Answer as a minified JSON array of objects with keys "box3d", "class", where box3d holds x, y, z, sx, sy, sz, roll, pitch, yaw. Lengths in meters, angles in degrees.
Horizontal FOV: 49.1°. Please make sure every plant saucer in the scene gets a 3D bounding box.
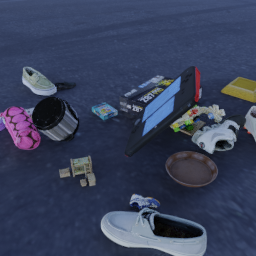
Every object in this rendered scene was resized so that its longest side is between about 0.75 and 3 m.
[{"box3d":[5.500,-1.898,13.139,1.665,0.403,1.665,26,42,33],"class":"plant saucer"},{"box3d":[1.911,1.275,8.512,1.537,0.265,1.537,0,35,0],"class":"plant saucer"}]

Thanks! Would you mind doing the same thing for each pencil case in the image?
[{"box3d":[-3.837,-0.014,9.922,0.930,0.901,1.985,13,18,-43],"class":"pencil case"}]

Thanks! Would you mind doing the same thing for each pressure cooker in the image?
[{"box3d":[-2.435,-0.245,9.746,1.320,1.477,1.299,3,65,22],"class":"pressure cooker"}]

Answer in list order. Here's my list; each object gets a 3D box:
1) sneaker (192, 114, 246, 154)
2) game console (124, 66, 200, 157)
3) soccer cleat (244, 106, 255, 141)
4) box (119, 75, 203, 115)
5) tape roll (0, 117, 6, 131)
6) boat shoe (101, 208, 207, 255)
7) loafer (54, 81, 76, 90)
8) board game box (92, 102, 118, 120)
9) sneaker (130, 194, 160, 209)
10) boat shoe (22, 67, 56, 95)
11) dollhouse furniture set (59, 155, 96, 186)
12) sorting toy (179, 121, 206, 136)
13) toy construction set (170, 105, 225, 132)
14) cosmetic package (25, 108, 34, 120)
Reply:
[{"box3d":[3.373,0.290,9.597,2.297,0.851,1.016,-22,50,-23],"class":"sneaker"},{"box3d":[1.097,-0.598,8.969,0.459,2.954,2.613,42,32,-10],"class":"game console"},{"box3d":[4.724,0.128,9.629,0.825,0.923,2.380,-5,35,-8],"class":"soccer cleat"},{"box3d":[1.454,-1.293,11.919,2.375,0.723,2.946,20,38,34],"class":"box"},{"box3d":[-5.126,-0.184,10.652,0.937,0.308,0.937,0,35,0],"class":"tape roll"},{"box3d":[0.569,2.255,6.466,2.496,0.889,0.871,9,35,14],"class":"boat shoe"},{"box3d":[-3.007,-2.076,13.437,1.017,0.357,0.345,-9,35,-13],"class":"loafer"},{"box3d":[-0.961,-0.703,11.515,0.681,0.212,0.903,-23,40,-30],"class":"board game box"},{"box3d":[0.439,2.021,7.413,0.802,0.302,0.353,6,41,25],"class":"sneaker"},{"box3d":[-4.328,-2.236,13.298,2.493,0.773,0.897,27,42,34],"class":"boat shoe"},{"box3d":[-1.506,1.307,8.208,0.965,0.536,0.853,-10,35,-14],"class":"dollhouse furniture set"},{"box3d":[2.440,-0.092,10.601,1.503,0.201,1.119,27,42,35],"class":"sorting toy"},{"box3d":[2.292,-0.473,9.984,2.106,1.381,0.970,-6,72,-14],"class":"toy construction set"},{"box3d":[-3.864,-0.553,11.201,1.230,0.311,0.508,-15,37,-21],"class":"cosmetic package"}]
